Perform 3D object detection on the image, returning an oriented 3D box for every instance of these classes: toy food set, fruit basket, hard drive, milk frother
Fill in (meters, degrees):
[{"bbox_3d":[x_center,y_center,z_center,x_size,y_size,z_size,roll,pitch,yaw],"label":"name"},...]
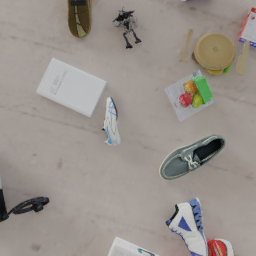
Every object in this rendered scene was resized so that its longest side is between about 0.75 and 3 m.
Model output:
[{"bbox_3d":[3.354,-2.903,10.954,2.467,0.495,1.703,16,79,8],"label":"toy food set"},{"bbox_3d":[2.315,-1.217,10.566,1.530,0.717,1.417,-29,103,1],"label":"fruit basket"},{"bbox_3d":[-2.174,-1.562,10.856,2.293,0.306,1.513,24,86,2],"label":"hard drive"},{"bbox_3d":[-4.573,1.971,9.973,2.815,2.541,2.648,-7,84,-44],"label":"milk frother"}]

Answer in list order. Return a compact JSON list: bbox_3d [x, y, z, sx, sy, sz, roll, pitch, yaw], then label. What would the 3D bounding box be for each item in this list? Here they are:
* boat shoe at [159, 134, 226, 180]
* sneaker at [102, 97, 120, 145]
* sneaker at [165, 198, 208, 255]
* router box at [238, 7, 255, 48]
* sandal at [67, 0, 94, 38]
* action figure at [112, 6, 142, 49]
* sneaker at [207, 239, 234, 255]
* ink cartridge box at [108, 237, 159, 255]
[{"bbox_3d":[2.387,1.064,10.369,2.748,0.849,1.001,-29,86,-2],"label":"boat shoe"},{"bbox_3d":[-0.686,-0.261,10.588,0.672,0.667,1.855,-5,83,0],"label":"sneaker"},{"bbox_3d":[2.071,3.759,10.197,1.317,0.921,2.281,-7,78,3],"label":"sneaker"},{"bbox_3d":[5.296,-3.826,11.018,1.485,0.363,1.333,21,86,2],"label":"router box"},{"bbox_3d":[-1.782,-5.038,10.976,1.202,0.808,2.993,5,100,6],"label":"sandal"},{"bbox_3d":[-0.051,-3.987,10.812,0.987,0.848,1.661,-22,87,9],"label":"action figure"},{"bbox_3d":[3.156,5.350,10.089,1.116,1.012,2.629,4,78,12],"label":"sneaker"},{"bbox_3d":[0.559,5.365,9.937,2.960,0.995,1.720,24,86,2],"label":"ink cartridge box"}]
